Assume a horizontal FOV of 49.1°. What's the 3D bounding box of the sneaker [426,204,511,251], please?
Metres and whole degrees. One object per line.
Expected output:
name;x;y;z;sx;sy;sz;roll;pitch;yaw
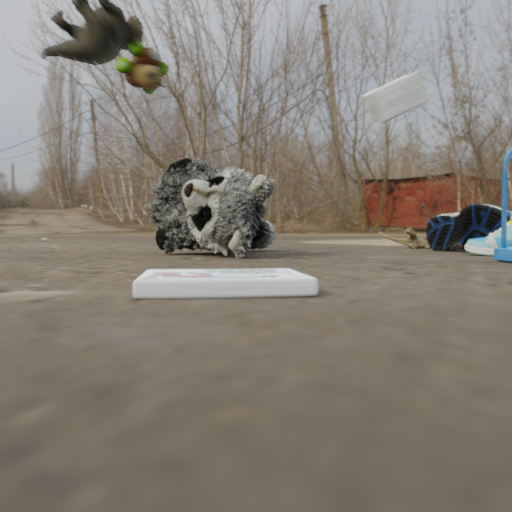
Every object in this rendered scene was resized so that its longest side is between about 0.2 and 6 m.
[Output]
sneaker;4.470;-0.550;11.067;1.000;0.983;2.595;-5;5;-16

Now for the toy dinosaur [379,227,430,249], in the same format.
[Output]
toy dinosaur;3.783;-0.327;13.449;1.795;0.522;0.908;9;-10;19

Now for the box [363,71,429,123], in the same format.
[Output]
box;2.093;-2.376;8.454;0.743;0.485;0.739;-24;12;5

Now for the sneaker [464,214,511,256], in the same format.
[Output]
sneaker;4.310;-0.458;9.557;1.450;0.946;0.577;1;4;38

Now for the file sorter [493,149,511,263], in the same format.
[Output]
file sorter;4.430;-0.688;6.700;1.912;1.690;2.755;1;2;-3

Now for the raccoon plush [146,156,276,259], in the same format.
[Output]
raccoon plush;-0.093;-0.785;10.198;2.499;1.804;3.729;13;10;40

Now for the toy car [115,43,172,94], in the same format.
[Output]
toy car;-1.888;-3.278;10.015;0.798;0.767;0.971;31;7;-47

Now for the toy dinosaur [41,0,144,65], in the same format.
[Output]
toy dinosaur;-2.179;-3.112;7.778;0.742;0.987;1.929;-22;29;35

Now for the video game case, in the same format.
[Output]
video game case;-0.253;0.193;4.231;1.233;0.146;1.122;-1;3;-6
